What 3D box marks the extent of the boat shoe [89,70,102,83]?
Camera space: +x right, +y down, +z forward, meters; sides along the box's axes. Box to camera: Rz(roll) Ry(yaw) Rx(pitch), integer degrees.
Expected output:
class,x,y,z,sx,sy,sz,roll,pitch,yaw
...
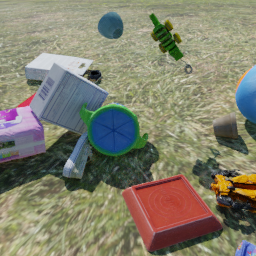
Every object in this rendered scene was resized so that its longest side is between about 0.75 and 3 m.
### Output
class,x,y,z,sx,sy,sz,roll,pitch,yaw
boat shoe,-1.601,-2.641,13.830,0.523,0.436,1.402,2,31,7

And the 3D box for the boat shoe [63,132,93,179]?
class,x,y,z,sx,sy,sz,roll,pitch,yaw
boat shoe,-1.340,0.818,8.220,0.555,0.644,1.789,20,41,-1

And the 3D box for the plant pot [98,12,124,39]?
class,x,y,z,sx,sy,sz,roll,pitch,yaw
plant pot,-0.513,-3.472,9.797,0.926,0.926,0.624,-20,59,-29

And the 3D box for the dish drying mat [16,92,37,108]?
class,x,y,z,sx,sy,sz,roll,pitch,yaw
dish drying mat,-3.843,-1.181,11.708,0.764,0.181,1.989,10,33,14

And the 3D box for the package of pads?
class,x,y,z,sx,sy,sz,roll,pitch,yaw
package of pads,-4.075,0.279,8.393,2.853,1.080,1.719,-14,37,-27

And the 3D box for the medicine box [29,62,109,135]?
class,x,y,z,sx,sy,sz,roll,pitch,yaw
medicine box,-1.885,-0.899,9.135,1.861,1.695,0.958,25,9,-45

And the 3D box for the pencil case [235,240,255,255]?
class,x,y,z,sx,sy,sz,roll,pitch,yaw
pencil case,2.726,2.697,5.064,1.573,0.614,0.683,20,55,29

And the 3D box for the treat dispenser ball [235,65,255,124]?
class,x,y,z,sx,sy,sz,roll,pitch,yaw
treat dispenser ball,4.965,-1.186,9.788,2.276,2.276,2.276,0,32,0

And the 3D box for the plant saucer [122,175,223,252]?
class,x,y,z,sx,sy,sz,roll,pitch,yaw
plant saucer,0.989,1.837,6.712,1.859,0.341,1.855,-11,33,-16

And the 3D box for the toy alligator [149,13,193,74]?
class,x,y,z,sx,sy,sz,roll,pitch,yaw
toy alligator,1.382,-2.610,8.968,0.695,2.343,0.636,-30,18,29

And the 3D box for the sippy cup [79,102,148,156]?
class,x,y,z,sx,sy,sz,roll,pitch,yaw
sippy cup,-0.429,-0.114,8.824,1.600,2.037,1.493,-26,16,7

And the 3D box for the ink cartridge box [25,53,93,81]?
class,x,y,z,sx,sy,sz,roll,pitch,yaw
ink cartridge box,-3.445,-3.063,14.425,2.877,0.680,2.303,9,32,3

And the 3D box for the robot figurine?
class,x,y,z,sx,sy,sz,roll,pitch,yaw
robot figurine,2.922,1.590,6.923,1.814,0.528,1.315,4,32,4

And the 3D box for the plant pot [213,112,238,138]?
class,x,y,z,sx,sy,sz,roll,pitch,yaw
plant pot,3.256,-0.043,9.398,0.749,0.864,0.864,-9,29,19
